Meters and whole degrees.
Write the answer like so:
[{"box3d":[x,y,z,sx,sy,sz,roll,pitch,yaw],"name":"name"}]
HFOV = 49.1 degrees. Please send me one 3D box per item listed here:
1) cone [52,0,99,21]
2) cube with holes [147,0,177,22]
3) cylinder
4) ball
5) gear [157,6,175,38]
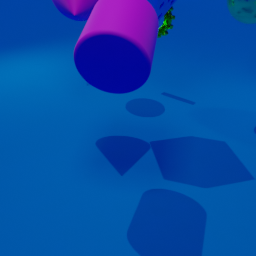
[{"box3d":[-1.097,-2.687,6.012,1.330,1.330,1.335,-2,44,-3],"name":"cone"},{"box3d":[0.481,-3.336,5.921,1.358,1.358,1.358,40,-4,5],"name":"cube with holes"},{"box3d":[-0.147,-1.359,4.499,1.173,1.173,1.173,6,52,9],"name":"cylinder"},{"box3d":[3.079,-3.214,6.837,1.272,1.272,1.272,0,32,0],"name":"ball"},{"box3d":[0.956,-3.484,8.939,1.141,1.141,0.211,25,31,34],"name":"gear"}]
